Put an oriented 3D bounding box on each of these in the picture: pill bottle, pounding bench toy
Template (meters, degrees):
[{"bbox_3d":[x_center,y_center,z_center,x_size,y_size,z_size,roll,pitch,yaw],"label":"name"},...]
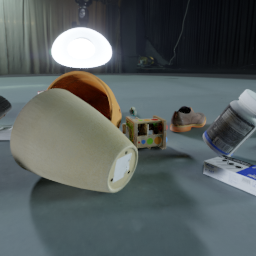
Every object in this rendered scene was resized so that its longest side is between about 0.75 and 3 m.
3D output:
[{"bbox_3d":[2.687,-0.106,6.936,0.908,1.595,0.908,26,29,-16],"label":"pill bottle"},{"bbox_3d":[0.478,0.074,8.189,1.051,0.837,1.347,-4,15,-16],"label":"pounding bench toy"}]

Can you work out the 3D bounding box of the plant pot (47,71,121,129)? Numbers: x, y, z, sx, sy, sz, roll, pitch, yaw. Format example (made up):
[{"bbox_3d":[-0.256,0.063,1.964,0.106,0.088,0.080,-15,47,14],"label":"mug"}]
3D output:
[{"bbox_3d":[-1.124,-0.359,7.812,2.152,2.152,1.506,5,-1,20],"label":"plant pot"}]

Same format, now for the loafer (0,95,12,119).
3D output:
[{"bbox_3d":[-5.126,-0.244,9.728,1.055,1.026,2.890,44,22,-6],"label":"loafer"}]

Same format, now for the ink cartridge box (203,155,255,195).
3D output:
[{"bbox_3d":[2.332,0.949,5.725,0.685,0.322,1.458,-10,17,-33],"label":"ink cartridge box"}]

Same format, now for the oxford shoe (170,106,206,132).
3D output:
[{"bbox_3d":[2.304,-0.425,10.268,0.773,0.790,2.167,10,17,35],"label":"oxford shoe"}]

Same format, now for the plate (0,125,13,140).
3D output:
[{"bbox_3d":[-4.057,0.114,9.303,1.416,0.229,1.413,0,13,-1],"label":"plate"}]

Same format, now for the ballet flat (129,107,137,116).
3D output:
[{"bbox_3d":[0.241,-0.812,12.814,0.348,0.329,1.032,-1,14,-4],"label":"ballet flat"}]

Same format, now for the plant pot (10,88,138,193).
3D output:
[{"bbox_3d":[-0.878,0.400,5.448,1.990,1.864,1.864,23,24,30],"label":"plant pot"}]

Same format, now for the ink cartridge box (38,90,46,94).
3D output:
[{"bbox_3d":[-3.142,-1.249,12.791,1.713,0.991,2.948,-11,15,-20],"label":"ink cartridge box"}]
